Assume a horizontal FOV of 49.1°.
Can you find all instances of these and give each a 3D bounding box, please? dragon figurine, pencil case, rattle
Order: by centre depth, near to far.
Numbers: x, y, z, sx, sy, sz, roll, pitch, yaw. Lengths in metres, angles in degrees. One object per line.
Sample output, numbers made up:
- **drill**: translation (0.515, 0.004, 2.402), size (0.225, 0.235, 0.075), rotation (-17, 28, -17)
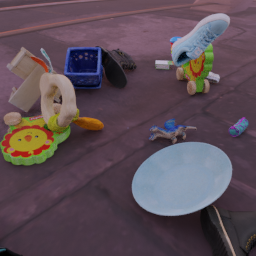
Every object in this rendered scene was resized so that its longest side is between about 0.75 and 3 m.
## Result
- **rattle**: translation (-2.158, -1.387, 10.195), size (2.121, 1.933, 2.969), rotation (-10, 61, -28)
- **dragon figurine**: translation (1.642, 0.042, 10.258), size (1.905, 0.561, 0.947), rotation (-24, 40, -29)
- **pencil case**: translation (4.154, -0.033, 10.486), size (0.402, 0.436, 0.944), rotation (7, 27, 43)

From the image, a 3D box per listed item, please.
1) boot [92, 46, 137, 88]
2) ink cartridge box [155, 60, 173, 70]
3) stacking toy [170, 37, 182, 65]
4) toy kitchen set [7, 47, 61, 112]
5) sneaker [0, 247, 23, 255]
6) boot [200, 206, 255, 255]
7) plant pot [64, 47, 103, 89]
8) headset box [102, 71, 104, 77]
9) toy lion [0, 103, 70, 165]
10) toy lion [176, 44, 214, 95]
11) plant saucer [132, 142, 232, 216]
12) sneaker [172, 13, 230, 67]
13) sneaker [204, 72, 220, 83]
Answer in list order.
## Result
- **boot**: translation (-0.315, -3.315, 14.799), size (2.527, 1.005, 2.903), rotation (-11, 61, -53)
- **ink cartridge box**: translation (2.125, -3.610, 16.054), size (1.112, 0.330, 0.577), rotation (3, 33, 4)
- **stacking toy**: translation (2.115, -3.312, 12.273), size (0.695, 1.198, 0.658), rotation (15, 36, 12)
- **toy kitchen set**: translation (-4.426, -2.102, 12.344), size (2.094, 2.566, 2.315), rotation (-52, 47, 0)
- **sneaker**: translation (-2.889, 2.812, 5.922), size (1.667, 0.666, 0.595), rotation (2, 33, 3)
- **boot**: translation (2.667, 2.601, 6.160), size (1.563, 0.875, 2.259), rotation (3, 34, -5)
- **plant pot**: translation (-2.020, -2.766, 13.399), size (1.631, 1.466, 1.631), rotation (0, 64, 4)
- **headset box**: translation (-1.694, -3.200, 15.025), size (0.403, 0.777, 1.045), rotation (-21, 39, -28)
- **toy lion**: translation (-3.180, 0.265, 9.849), size (2.483, 0.852, 2.380), rotation (-17, 44, -24)
- **toy lion**: translation (3.197, -3.123, 13.205), size (0.943, 2.634, 2.748), rotation (-5, 33, -8)
- **plant saucer**: translation (1.467, 1.440, 7.688), size (2.742, 0.528, 2.742), rotation (-19, 29, 11)
- **sneaker**: translation (2.687, -3.110, 10.461), size (0.975, 2.638, 1.081), rotation (16, 65, -27)
- **sneaker**: translation (4.116, -2.683, 14.463), size (1.242, 0.454, 0.440), rotation (22, 68, 16)
